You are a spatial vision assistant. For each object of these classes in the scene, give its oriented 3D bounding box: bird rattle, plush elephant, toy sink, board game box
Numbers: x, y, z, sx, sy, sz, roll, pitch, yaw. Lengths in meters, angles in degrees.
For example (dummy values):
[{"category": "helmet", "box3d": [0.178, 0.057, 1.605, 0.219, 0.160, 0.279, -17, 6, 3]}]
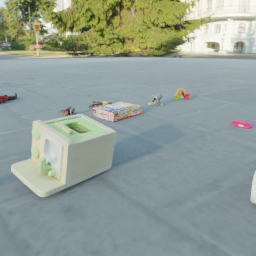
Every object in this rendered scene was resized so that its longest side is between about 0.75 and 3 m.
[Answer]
[{"category": "bird rattle", "box3d": [2.926, -1.819, 15.246, 0.882, 0.719, 0.497, -4, 34, 17]}, {"category": "plush elephant", "box3d": [1.419, -1.448, 14.101, 0.805, 0.623, 0.663, 8, 20, 23]}, {"category": "toy sink", "box3d": [-1.502, 0.486, 6.641, 1.356, 1.165, 2.080, 26, 28, 35]}, {"category": "board game box", "box3d": [-0.461, -0.754, 12.302, 1.326, 0.405, 1.750, 16, 24, 41]}]

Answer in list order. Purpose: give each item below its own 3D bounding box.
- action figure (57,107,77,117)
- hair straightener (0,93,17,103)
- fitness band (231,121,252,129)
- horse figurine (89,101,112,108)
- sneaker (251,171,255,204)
[{"category": "action figure", "box3d": [-2.561, -0.716, 12.231, 0.801, 0.419, 0.775, 13, 31, 33]}, {"category": "hair straightener", "box3d": [-6.777, -1.646, 14.994, 0.844, 0.449, 2.195, 5, 19, 14]}, {"category": "fitness band", "box3d": [4.381, -0.122, 10.823, 0.556, 0.145, 0.774, -13, 23, -42]}, {"category": "horse figurine", "box3d": [-1.174, -1.117, 13.447, 1.434, 0.358, 0.951, 4, 6, 30]}, {"category": "sneaker", "box3d": [3.495, 1.177, 5.702, 1.422, 0.783, 1.943, 10, 15, 41]}]
